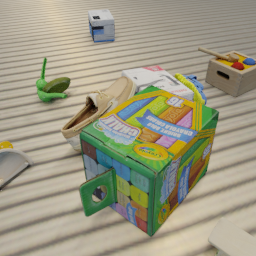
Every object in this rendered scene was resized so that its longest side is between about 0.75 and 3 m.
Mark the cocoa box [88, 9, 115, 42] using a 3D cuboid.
[{"bbox_3d":[-1.265,-4.830,13.222,1.043,1.026,1.563,-9,39,-11],"label":"cocoa box"}]

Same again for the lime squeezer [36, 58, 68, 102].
[{"bbox_3d":[-2.615,-1.389,8.903,0.461,0.862,2.442,10,32,-38],"label":"lime squeezer"}]

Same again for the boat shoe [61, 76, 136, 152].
[{"bbox_3d":[-0.704,-0.515,6.904,0.862,0.809,2.338,17,63,49],"label":"boat shoe"}]

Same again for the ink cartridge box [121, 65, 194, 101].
[{"bbox_3d":[0.820,-1.087,8.571,1.435,0.836,1.971,-14,43,-25],"label":"ink cartridge box"}]

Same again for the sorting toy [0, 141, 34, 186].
[{"bbox_3d":[-3.386,0.867,6.379,1.536,0.912,1.707,5,34,38],"label":"sorting toy"}]

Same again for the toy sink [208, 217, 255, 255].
[{"bbox_3d":[1.847,2.128,4.856,0.910,0.510,0.593,30,47,26],"label":"toy sink"}]

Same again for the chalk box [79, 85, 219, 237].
[{"bbox_3d":[0.276,0.689,5.652,1.792,1.805,2.891,26,47,30],"label":"chalk box"}]

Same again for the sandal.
[{"bbox_3d":[2.130,-1.291,9.071,0.767,0.700,1.762,-6,40,-14],"label":"sandal"}]

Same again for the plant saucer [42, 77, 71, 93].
[{"bbox_3d":[-2.248,-1.294,8.949,0.966,0.966,0.150,-23,78,-26],"label":"plant saucer"}]

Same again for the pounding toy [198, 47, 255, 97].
[{"bbox_3d":[3.471,-2.091,9.602,1.587,1.225,1.723,-24,44,-28],"label":"pounding toy"}]
